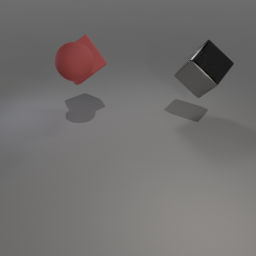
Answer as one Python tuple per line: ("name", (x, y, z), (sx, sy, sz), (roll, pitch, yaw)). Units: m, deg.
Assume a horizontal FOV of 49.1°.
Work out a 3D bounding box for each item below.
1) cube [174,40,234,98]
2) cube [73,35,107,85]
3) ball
("cube", (3.007, -2.322, 11.194), (1.400, 1.400, 1.400), (42, 67, -3))
("cube", (-1.953, -2.767, 11.626), (1.400, 1.400, 1.400), (-40, 15, -10))
("ball", (-1.943, -2.403, 10.195), (1.400, 1.400, 1.400), (0, 31, 0))
